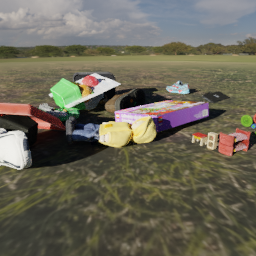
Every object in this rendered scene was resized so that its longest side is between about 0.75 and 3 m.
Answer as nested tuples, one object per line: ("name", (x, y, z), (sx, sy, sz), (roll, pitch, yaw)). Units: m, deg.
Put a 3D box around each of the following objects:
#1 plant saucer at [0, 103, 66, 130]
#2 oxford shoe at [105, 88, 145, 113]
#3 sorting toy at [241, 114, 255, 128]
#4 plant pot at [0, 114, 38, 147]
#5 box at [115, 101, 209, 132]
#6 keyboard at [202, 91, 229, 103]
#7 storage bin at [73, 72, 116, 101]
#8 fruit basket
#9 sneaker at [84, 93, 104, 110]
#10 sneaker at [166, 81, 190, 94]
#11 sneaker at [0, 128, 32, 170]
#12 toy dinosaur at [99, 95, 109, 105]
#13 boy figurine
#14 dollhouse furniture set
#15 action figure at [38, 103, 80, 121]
("plant saucer", (-3.361, -0.375, 8.874), (2.144, 0.394, 2.148), (4, -11, 16))
("oxford shoe", (-0.078, -1.235, 12.465), (1.110, 0.956, 2.630), (2, 12, 33))
("sorting toy", (4.511, -0.267, 9.998), (0.346, 0.507, 0.843), (-15, 4, -41))
("plant pot", (-3.152, 0.114, 8.161), (0.830, 0.936, 0.934), (13, 18, 6))
("box", (1.294, -0.526, 10.355), (2.978, 0.582, 2.038), (-15, 16, -41))
("keyboard", (4.579, -1.620, 14.987), (1.819, 0.360, 0.947), (-15, 45, -43))
("storage bin", (-1.756, -2.143, 14.547), (2.107, 1.425, 0.988), (-3, 17, -11))
("fruit basket", (-1.935, -1.631, 12.317), (2.535, 1.188, 2.348), (-25, 33, -27))
("sneaker", (-1.958, -1.242, 13.182), (1.061, 0.662, 1.800), (-13, 21, 30))
("sneaker", (3.023, -2.485, 16.814), (1.577, 0.753, 0.625), (14, 22, 39))
("sneaker", (-3.335, 0.572, 6.468), (1.556, 0.954, 2.391), (-16, 23, -39))
("toy dinosaur", (-0.988, -1.225, 13.469), (0.797, 0.540, 0.342), (32, 59, 11))
("boy figurine", (-0.472, 0.096, 8.264), (2.627, 0.846, 1.633), (-1, 14, 4))
("dollhouse furniture set", (2.645, 0.269, 8.074), (0.766, 0.579, 1.424), (-12, 20, -33))
("action figure", (-3.194, -0.570, 10.658), (2.678, 0.732, 1.582), (2, 7, -8))
